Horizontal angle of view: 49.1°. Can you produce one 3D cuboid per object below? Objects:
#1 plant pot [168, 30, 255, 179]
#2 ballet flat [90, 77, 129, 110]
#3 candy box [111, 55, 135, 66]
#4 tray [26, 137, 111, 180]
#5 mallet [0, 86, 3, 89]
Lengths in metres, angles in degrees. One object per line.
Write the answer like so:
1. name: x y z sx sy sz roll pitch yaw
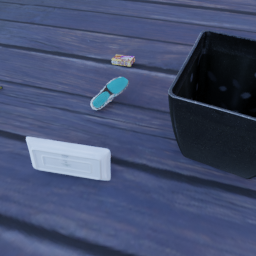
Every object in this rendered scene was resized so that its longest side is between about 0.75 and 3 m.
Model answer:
1. plant pot: 2.466 -0.374 6.541 2.643 2.345 2.637 19 51 16
2. ballet flat: -0.598 -1.054 8.517 1.405 0.504 0.504 -40 55 -14
3. candy box: -0.176 -2.486 10.300 0.753 0.213 0.439 11 42 21
4. tray: -1.355 0.765 6.347 1.930 1.036 0.214 8 39 6
5. mallet: -4.507 -1.193 8.892 0.210 0.337 1.023 -4 27 49
